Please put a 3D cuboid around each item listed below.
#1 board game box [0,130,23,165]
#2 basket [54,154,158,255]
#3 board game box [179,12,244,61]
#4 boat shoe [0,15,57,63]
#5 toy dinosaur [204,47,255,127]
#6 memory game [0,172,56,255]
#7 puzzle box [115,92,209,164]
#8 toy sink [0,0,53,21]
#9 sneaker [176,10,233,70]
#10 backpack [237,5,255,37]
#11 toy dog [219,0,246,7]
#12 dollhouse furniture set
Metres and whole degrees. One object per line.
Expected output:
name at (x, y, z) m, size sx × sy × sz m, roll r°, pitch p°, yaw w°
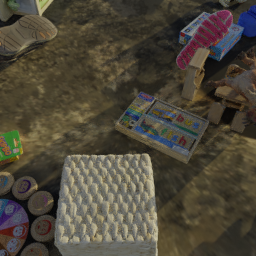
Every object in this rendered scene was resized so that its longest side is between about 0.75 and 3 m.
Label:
board game box at (-3.735, 0.681, 7.389) m, size 1.821 × 0.273 × 0.870 m, roll -19°, pitch 56°, yaw -11°
basket at (-0.363, 1.673, 5.814) m, size 1.948 × 1.581 × 1.966 m, roll -1°, pitch 51°, yaw 0°
board game box at (3.076, -3.437, 10.373) m, size 1.712 × 0.489 × 1.749 m, roll 34°, pitch 60°, yaw 22°
boat shoe at (-3.603, -3.044, 9.568) m, size 1.057 × 1.040 × 2.838 m, roll 53°, pitch 41°, yaw -7°
toy dinosaur at (3.406, -0.996, 7.417) m, size 2.812 × 1.207 × 1.906 m, roll -26°, pitch 71°, yaw -43°
memory game at (-3.039, 2.306, 6.183) m, size 2.993 × 0.191 × 2.993 m, roll 0°, pitch 52°, yaw 0°
puzzle box at (0.973, -0.089, 7.947) m, size 2.259 × 0.287 × 1.503 m, roll 25°, pitch 56°, yaw 18°
toy sink at (-4.082, -5.548, 11.263) m, size 1.416 × 1.647 × 2.527 m, roll 13°, pitch 53°, yaw 9°
sneaker at (2.426, -2.881, 9.166) m, size 0.814 × 2.208 × 0.966 m, roll 39°, pitch 20°, yaw -5°
backpack at (4.766, -4.068, 10.544) m, size 1.218 × 1.022 × 0.990 m, roll -23°, pitch 50°, yaw -14°
toy dog at (4.533, -5.709, 11.918) m, size 1.207 × 0.842 × 1.170 m, roll 1°, pitch 63°, yaw 0°
dollhouse furniture set at (2.769, -1.274, 8.162) m, size 2.087 × 1.358 × 1.917 m, roll 22°, pitch 55°, yaw 17°
